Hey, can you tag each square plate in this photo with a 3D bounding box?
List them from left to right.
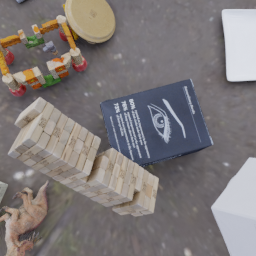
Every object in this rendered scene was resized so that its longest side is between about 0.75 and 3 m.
[{"bbox_3d":[3.620,-2.217,7.575,2.104,0.299,2.085,0,79,0],"label":"square plate"}]

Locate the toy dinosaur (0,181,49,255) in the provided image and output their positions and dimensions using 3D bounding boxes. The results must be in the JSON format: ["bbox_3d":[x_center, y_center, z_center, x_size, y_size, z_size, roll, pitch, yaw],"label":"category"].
[{"bbox_3d":[-2.301,2.144,6.499,1.240,0.785,1.830,42,65,-2],"label":"toy dinosaur"}]

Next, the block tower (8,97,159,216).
[{"bbox_3d":[-0.622,0.616,4.508,2.560,0.691,0.740,38,46,-27],"label":"block tower"}]

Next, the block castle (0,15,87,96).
[{"bbox_3d":[-2.211,-1.781,7.158,2.090,0.980,1.396,-24,77,-6],"label":"block castle"}]

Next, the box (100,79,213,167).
[{"bbox_3d":[0.615,0.006,6.674,2.222,1.159,1.644,-14,79,-3],"label":"box"}]

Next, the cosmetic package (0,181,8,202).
[{"bbox_3d":[-3.656,1.984,6.556,0.885,0.625,1.709,18,78,4],"label":"cosmetic package"}]

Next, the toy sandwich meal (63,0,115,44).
[{"bbox_3d":[-1.060,-2.966,7.492,1.601,0.548,1.601,7,77,-31],"label":"toy sandwich meal"}]

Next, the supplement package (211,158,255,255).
[{"bbox_3d":[2.602,1.395,3.884,1.349,2.225,1.333,-38,113,-31],"label":"supplement package"}]

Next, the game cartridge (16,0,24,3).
[{"bbox_3d":[-3.147,-4.562,8.042,1.212,0.372,1.821,-37,81,-3],"label":"game cartridge"}]
